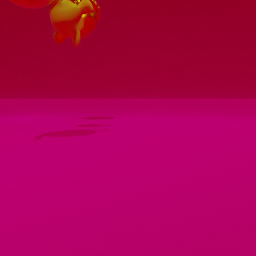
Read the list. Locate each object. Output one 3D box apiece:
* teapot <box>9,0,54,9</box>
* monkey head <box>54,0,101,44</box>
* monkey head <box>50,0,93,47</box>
[{"bbox_3d":[-1.593,-2.585,4.420,1.995,1.240,0.977,-22,18,-40],"label":"teapot"},{"bbox_3d":[-1.602,-3.499,8.641,1.980,1.425,1.193,-27,19,36],"label":"monkey head"},{"bbox_3d":[-1.262,-2.494,6.219,0.892,1.240,0.747,-15,26,37],"label":"monkey head"}]
